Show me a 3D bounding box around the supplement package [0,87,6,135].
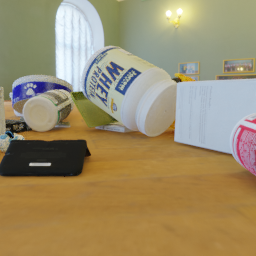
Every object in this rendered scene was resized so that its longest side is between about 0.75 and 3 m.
[{"bbox_3d":[-4.832,-0.397,7.906,1.528,1.539,2.028,5,9,34],"label":"supplement package"}]

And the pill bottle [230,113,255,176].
[{"bbox_3d":[2.279,0.347,4.117,1.052,1.052,1.874,0,7,4],"label":"pill bottle"}]

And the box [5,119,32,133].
[{"bbox_3d":[-4.530,-0.067,9.974,1.681,0.366,1.347,3,8,22],"label":"box"}]

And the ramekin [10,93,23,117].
[{"bbox_3d":[-5.414,-1.422,16.586,2.902,1.351,2.902,-1,7,0],"label":"ramekin"}]

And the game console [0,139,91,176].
[{"bbox_3d":[-1.484,0.659,5.316,1.428,0.831,1.256,-1,37,-1],"label":"game console"}]

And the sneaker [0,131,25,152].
[{"bbox_3d":[-2.900,0.276,7.056,0.457,0.461,1.272,-2,6,-7],"label":"sneaker"}]

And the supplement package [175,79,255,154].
[{"bbox_3d":[2.685,-0.299,6.717,1.646,1.640,2.805,-2,8,-34],"label":"supplement package"}]

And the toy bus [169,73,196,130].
[{"bbox_3d":[2.203,-0.840,9.528,1.290,1.900,1.824,23,-9,-42],"label":"toy bus"}]

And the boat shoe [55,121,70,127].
[{"bbox_3d":[-2.657,-0.159,11.200,0.770,0.239,0.277,2,8,13],"label":"boat shoe"}]

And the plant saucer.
[{"bbox_3d":[-1.210,-0.678,10.376,1.599,1.602,0.383,-14,-26,-44],"label":"plant saucer"}]

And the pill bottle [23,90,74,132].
[{"bbox_3d":[-2.887,-0.758,10.609,1.268,1.268,2.241,1,16,8],"label":"pill bottle"}]

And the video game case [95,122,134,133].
[{"bbox_3d":[-0.079,-0.071,10.652,1.582,0.206,1.738,7,11,44],"label":"video game case"}]

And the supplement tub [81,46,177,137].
[{"bbox_3d":[0.106,-1.196,8.999,2.890,2.095,2.095,36,27,32],"label":"supplement tub"}]

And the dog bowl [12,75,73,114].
[{"bbox_3d":[-4.178,-1.473,13.866,2.906,1.144,2.906,-3,-16,-1],"label":"dog bowl"}]

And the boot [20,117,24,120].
[{"bbox_3d":[-4.049,-0.757,12.597,1.624,1.061,0.550,0,7,1],"label":"boot"}]
